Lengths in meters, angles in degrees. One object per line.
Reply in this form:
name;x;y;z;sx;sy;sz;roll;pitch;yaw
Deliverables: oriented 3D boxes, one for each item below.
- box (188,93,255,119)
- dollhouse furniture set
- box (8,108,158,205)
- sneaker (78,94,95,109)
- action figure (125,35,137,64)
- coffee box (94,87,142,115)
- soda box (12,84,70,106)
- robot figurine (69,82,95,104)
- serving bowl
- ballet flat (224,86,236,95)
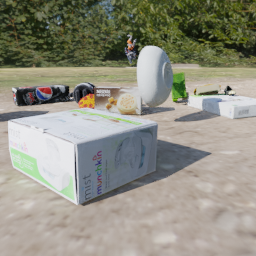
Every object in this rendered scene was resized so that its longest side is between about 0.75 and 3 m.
box;4.048;-0.953;11.299;2.045;0.515;2.834;-6;17;-21
dollhouse furniture set;2.959;-1.924;12.516;2.128;1.068;1.394;-9;-2;10
box;-0.876;0.317;5.403;2.198;1.063;1.939;14;20;41
sneaker;-1.053;-1.056;11.637;1.993;0.727;0.769;-12;-26;-10
action figure;0.154;-2.729;9.957;0.460;0.852;0.880;-15;58;0
coffee box;-0.350;-1.064;10.645;1.761;1.007;0.702;3;12;7
soda box;-3.956;-1.533;12.902;2.425;0.768;0.858;-10;18;-32
robot figurine;-1.906;-1.526;12.548;1.177;0.977;1.566;35;15;-6
serving bowl;0.971;-1.604;8.701;0.629;1.912;1.912;0;13;30
ballet flat;4.409;-1.625;12.167;0.403;0.345;1.213;1;14;4
